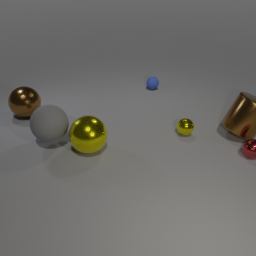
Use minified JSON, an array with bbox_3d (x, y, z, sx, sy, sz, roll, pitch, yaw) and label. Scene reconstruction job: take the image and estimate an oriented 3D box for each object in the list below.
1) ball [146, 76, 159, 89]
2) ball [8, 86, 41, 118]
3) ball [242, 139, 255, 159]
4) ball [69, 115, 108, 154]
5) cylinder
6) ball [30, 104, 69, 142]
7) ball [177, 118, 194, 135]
[{"bbox_3d":[1.374,-2.516,15.591,0.700,0.700,0.700,0,30,0],"label":"ball"},{"bbox_3d":[-4.631,-1.169,12.586,1.400,1.400,1.400,0,30,0],"label":"ball"},{"bbox_3d":[4.444,0.742,10.006,0.700,0.700,0.700,0,30,0],"label":"ball"},{"bbox_3d":[-1.440,0.237,10.180,1.400,1.400,1.400,0,30,0],"label":"ball"},{"bbox_3d":[4.664,-0.485,10.991,1.400,1.400,1.400,20,27,-11],"label":"cylinder"},{"bbox_3d":[-2.917,-0.172,10.409,1.400,1.400,1.400,0,30,0],"label":"ball"},{"bbox_3d":[2.322,-0.050,11.319,0.700,0.700,0.700,0,30,0],"label":"ball"}]
